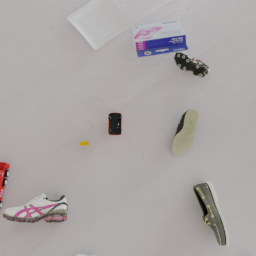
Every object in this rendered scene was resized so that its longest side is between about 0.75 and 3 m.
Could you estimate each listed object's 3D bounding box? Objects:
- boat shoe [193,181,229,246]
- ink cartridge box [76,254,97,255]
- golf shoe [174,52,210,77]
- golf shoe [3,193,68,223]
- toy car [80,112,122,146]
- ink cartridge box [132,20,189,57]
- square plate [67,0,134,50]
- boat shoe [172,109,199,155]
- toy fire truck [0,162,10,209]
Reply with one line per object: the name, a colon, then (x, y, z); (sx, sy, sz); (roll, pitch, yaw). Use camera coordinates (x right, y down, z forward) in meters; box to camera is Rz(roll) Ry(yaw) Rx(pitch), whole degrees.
boat shoe: (3.059, 3.185, 10.362); (0.699, 0.836, 2.339); (-12, 68, -4)
ink cartridge box: (-1.506, 4.892, 10.101); (0.776, 0.325, 0.560); (3, 74, 1)
golf shoe: (2.784, -2.786, 12.251); (1.680, 0.649, 0.740); (37, 41, 18)
golf shoe: (-3.409, 2.997, 10.434); (2.303, 0.836, 1.060); (1, 69, -9)
toy car: (-1.129, 0.015, 11.336); (1.961, 0.653, 0.962); (-18, 97, -7)
ink cartridge box: (1.319, -3.890, 12.008); (2.148, 0.474, 2.188); (-9, 42, 0)
square plate: (-1.277, -4.895, 12.946); (2.266, 0.322, 2.245); (-38, 78, -10)
boat shoe: (2.304, 0.179, 11.338); (0.707, 0.606, 1.933); (21, 89, 0)
toy fire truck: (-5.065, 1.768, 10.187); (0.658, 1.903, 2.698); (6, 73, 3)
